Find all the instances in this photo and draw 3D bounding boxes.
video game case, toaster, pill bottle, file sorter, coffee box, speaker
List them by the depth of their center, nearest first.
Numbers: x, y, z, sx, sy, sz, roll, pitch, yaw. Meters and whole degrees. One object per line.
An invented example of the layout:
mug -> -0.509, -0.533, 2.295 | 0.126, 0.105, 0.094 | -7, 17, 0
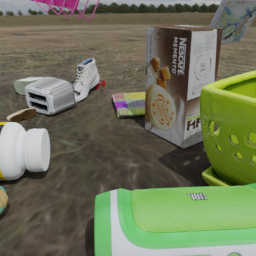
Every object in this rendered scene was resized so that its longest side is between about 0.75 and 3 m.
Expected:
speaker -> 0.945, 1.428, 4.044 | 2.795, 1.236, 1.236 | -2, 25, -4
pill bottle -> -2.895, 0.499, 5.984 | 2.255, 1.255, 1.255 | -2, 25, -4
coffee box -> 1.400, -1.196, 7.608 | 1.179, 2.956, 1.691 | -17, 29, -33
video game case -> 2.859, -2.918, 7.645 | 1.398, 1.533, 0.169 | -15, 62, -20
file sorter -> -1.928, -4.295, 8.946 | 1.804, 1.253, 1.131 | -12, 51, -47
toaster -> -2.699, -1.104, 9.797 | 1.834, 1.042, 1.184 | 18, 34, 27

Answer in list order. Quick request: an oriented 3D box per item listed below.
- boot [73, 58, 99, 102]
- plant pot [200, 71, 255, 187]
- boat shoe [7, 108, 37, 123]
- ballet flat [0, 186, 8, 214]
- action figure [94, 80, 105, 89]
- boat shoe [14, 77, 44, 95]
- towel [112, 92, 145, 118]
boot -> -1.912, -1.990, 11.259 | 0.867, 1.127, 2.357 | 4, 35, 18
plant pot -> 2.894, 0.311, 5.247 | 2.436, 2.211, 2.424 | -20, 31, -36
boat shoe -> -3.468, -0.438, 9.152 | 0.313, 0.347, 0.963 | 23, 38, 38
ballet flat -> -3.445, 1.258, 4.866 | 2.577, 0.885, 0.812 | 3, 36, 7
action figure -> -1.769, -2.425, 12.872 | 0.584, 0.886, 1.790 | -25, 31, -31
boat shoe -> -3.467, -1.753, 11.401 | 2.406, 0.839, 0.857 | 7, 30, 22
towel -> 0.311, -0.867, 10.187 | 1.642, 0.260, 2.286 | -3, 25, -8
